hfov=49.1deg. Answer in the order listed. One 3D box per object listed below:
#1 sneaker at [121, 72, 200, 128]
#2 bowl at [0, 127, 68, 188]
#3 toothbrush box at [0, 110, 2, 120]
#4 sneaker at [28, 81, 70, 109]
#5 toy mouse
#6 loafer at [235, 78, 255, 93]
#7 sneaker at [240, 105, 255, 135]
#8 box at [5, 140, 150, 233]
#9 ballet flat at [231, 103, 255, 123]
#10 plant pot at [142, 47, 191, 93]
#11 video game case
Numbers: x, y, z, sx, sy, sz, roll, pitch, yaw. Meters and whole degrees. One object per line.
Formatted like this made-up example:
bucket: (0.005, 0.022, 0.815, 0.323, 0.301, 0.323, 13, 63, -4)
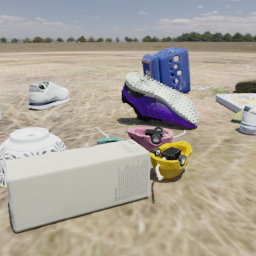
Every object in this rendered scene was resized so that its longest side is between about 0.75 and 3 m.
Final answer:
sneaker: (0.910, -0.617, 8.581, 2.555, 1.271, 0.888, 31, 45, 3)
bowl: (-1.952, 0.463, 5.662, 1.671, 0.784, 1.671, -1, 18, 0)
toothbrush box: (-4.955, -0.510, 8.775, 1.523, 0.649, 1.115, 11, 22, 26)
sneaker: (-3.013, -1.401, 10.997, 0.900, 0.949, 2.357, 3, 17, 16)
toy mouse: (0.207, 0.448, 6.085, 2.434, 0.530, 2.738, 12, 22, 30)
loafer: (6.061, -2.052, 13.200, 2.034, 0.773, 0.686, 2, 24, 6)
sneaker: (4.338, -0.309, 7.848, 2.389, 0.846, 0.872, -4, 19, -11)
box: (-0.741, 0.825, 4.447, 2.155, 0.885, 0.737, -7, 20, -24)
ballet flat: (4.205, -0.480, 8.746, 1.869, 0.661, 0.661, 2, 19, 6)
plant pot: (1.746, -2.694, 13.392, 1.788, 1.988, 1.988, -12, 21, -10)
video game case: (4.908, -0.907, 10.512, 2.350, 0.296, 2.582, -1, 18, -5)
